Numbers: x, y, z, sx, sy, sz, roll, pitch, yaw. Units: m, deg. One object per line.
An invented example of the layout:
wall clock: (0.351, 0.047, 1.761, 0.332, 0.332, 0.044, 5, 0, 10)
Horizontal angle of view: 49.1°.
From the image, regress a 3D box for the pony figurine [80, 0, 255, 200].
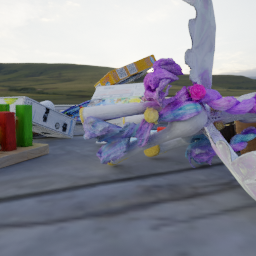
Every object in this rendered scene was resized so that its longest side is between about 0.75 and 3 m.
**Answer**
pony figurine: (0.774, -0.187, 3.577, 2.641, 2.199, 2.550, -14, -9, 25)

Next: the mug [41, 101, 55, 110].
mug: (-4.677, -0.903, 15.094, 1.142, 0.843, 1.002, -30, 3, 25)

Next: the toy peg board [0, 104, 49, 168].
toy peg board: (-2.593, 0.067, 4.527, 1.846, 0.903, 1.838, 3, 7, 21)

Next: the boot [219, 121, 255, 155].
boot: (2.549, 0.112, 4.893, 1.570, 0.754, 2.147, -2, 5, -16)

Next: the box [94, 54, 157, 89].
box: (0.043, -2.320, 11.967, 2.728, 0.566, 1.624, -27, 1, -30)

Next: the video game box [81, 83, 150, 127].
video game box: (-0.206, -0.751, 9.223, 2.182, 0.511, 1.988, -2, 37, 16)

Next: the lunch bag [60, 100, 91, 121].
lunch bag: (-2.000, -0.563, 11.241, 1.734, 0.815, 1.305, -12, 6, 10)

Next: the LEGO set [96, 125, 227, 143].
LEGO set: (0.948, -0.009, 6.248, 2.782, 0.683, 2.079, -1, 3, 20)

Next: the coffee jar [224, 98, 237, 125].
coffee jar: (4.410, -0.552, 9.876, 2.446, 1.043, 1.275, 1, 6, 8)

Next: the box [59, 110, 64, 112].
box: (-3.909, -0.894, 16.826, 0.380, 0.311, 0.799, -1, 7, -11)

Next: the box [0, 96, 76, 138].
box: (-2.154, -0.216, 6.674, 0.978, 0.504, 1.676, 2, -14, 32)

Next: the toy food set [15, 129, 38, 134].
toy food set: (-3.205, -0.123, 7.845, 2.792, 0.560, 1.928, 4, 18, -47)
